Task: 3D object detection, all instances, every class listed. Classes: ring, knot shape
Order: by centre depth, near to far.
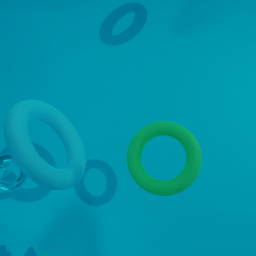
[{"bbox_3d":[0.650,0.546,5.163,1.379,0.276,1.379,-2,79,12],"label":"ring"},{"bbox_3d":[-1.539,0.298,5.470,0.383,1.916,1.916,-31,72,21],"label":"ring"},{"bbox_3d":[-2.965,0.880,6.123,1.325,0.612,1.240,-9,35,-45],"label":"knot shape"}]

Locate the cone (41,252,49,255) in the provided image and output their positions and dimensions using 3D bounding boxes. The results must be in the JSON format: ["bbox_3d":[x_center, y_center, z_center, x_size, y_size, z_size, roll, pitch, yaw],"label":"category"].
[{"bbox_3d":[-1.583,3.245,5.778,0.931,0.928,0.928,40,75,-13],"label":"cone"}]
